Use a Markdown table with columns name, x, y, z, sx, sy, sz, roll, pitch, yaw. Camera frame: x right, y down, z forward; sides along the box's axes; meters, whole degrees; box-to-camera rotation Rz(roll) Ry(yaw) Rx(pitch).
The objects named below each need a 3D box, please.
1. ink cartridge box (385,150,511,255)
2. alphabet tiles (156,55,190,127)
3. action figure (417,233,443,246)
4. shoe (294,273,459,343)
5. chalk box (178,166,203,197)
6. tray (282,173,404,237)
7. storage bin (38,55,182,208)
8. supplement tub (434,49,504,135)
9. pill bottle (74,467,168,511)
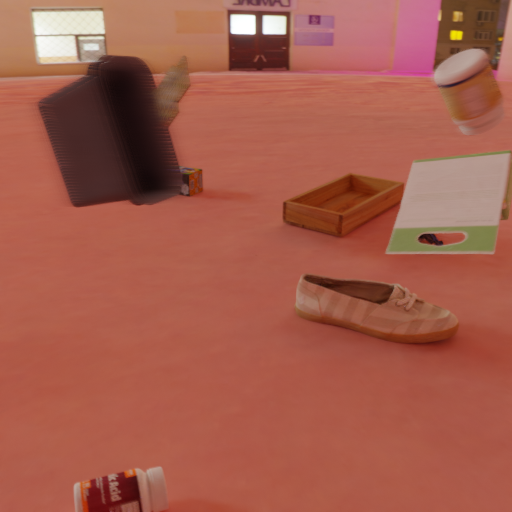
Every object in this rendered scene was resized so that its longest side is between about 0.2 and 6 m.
| name | x | y | z | sx | sy | sz | roll | pitch | yaw |
| --- | --- | --- | --- | --- | --- | --- | --- | --- | --- |
| ink cartridge box | 2.124 | -0.490 | 6.053 | 1.106 | 0.364 | 1.520 | 0 | 50 | 33 |
| alphabet tiles | -2.130 | -3.213 | 12.355 | 0.084 | 2.211 | 2.657 | 27 | 28 | -28 |
| action figure | 3.703 | -0.464 | 12.256 | 1.065 | 0.576 | 1.101 | -21 | 58 | -27 |
| shoe | 1.855 | 0.787 | 8.843 | 2.595 | 0.693 | 0.907 | 8 | 24 | 18 |
| chalk box | -2.097 | -2.116 | 15.677 | 1.055 | 0.659 | 0.654 | 15 | 27 | 28 |
| tray | 2.242 | -1.337 | 13.961 | 1.613 | 0.606 | 3.271 | 17 | 29 | 34 |
| storage bin | -2.259 | -1.796 | 8.687 | 1.454 | 2.165 | 1.575 | -9 | 13 | 26 |
| supplement tub | 4.535 | -3.436 | 11.844 | 1.094 | 1.515 | 1.094 | -27 | 30 | 17 |
| pill bottle | -1.309 | 2.360 | 5.447 | 0.842 | 0.480 | 0.480 | -8 | 24 | -18 |
